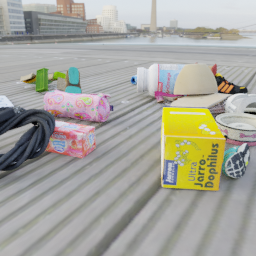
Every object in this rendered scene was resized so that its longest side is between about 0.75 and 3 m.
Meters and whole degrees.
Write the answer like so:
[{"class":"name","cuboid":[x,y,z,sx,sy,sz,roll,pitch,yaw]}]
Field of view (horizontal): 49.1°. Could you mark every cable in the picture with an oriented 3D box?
[{"class":"cable","cuboid":[-2.987,0.393,6.280,2.230,0.694,2.733,26,46,38]}]

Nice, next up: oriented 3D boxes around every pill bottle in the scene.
[{"class":"pill bottle","cuboid":[1.651,-1.995,11.830,2.530,1.376,1.376,1,20,2]}]

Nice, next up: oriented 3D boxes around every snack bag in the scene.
[{"class":"snack bag","cuboid":[-5.479,-0.792,10.323,2.204,0.236,2.078,-12,23,-30]}]

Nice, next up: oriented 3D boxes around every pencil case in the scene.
[{"class":"pencil case","cuboid":[-1.633,-0.733,9.125,2.191,0.958,0.958,6,21,21]}]

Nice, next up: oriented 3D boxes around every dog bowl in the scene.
[{"class":"dog bowl","cuboid":[3.116,0.034,7.693,1.427,0.526,1.427,0,21,0]}]

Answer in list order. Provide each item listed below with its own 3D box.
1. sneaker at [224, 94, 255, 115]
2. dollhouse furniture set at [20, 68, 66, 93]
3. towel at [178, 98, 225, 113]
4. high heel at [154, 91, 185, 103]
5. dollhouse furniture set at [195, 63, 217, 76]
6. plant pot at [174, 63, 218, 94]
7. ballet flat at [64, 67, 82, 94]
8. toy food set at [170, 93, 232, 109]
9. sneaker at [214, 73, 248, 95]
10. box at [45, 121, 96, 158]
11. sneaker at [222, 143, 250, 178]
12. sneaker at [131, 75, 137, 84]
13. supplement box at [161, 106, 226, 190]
[{"class":"sneaker","cuboid":[4.639,-0.553,8.826,2.783,1.044,1.607,-11,26,0]},{"class":"dollhouse furniture set","cuboid":[-4.080,-2.043,13.396,2.020,1.014,1.323,-6,-8,37]},{"class":"towel","cuboid":[3.003,-0.888,10.514,1.684,0.284,1.764,-8,22,-18]},{"class":"high heel","cuboid":[1.663,-1.332,11.278,1.176,0.396,0.564,-12,62,-5]},{"class":"dollhouse furniture set","cuboid":[3.633,-2.534,14.439,1.183,0.894,2.198,15,42,34]},{"class":"plant pot","cuboid":[2.484,-1.810,10.343,1.594,1.070,1.594,-3,8,0]},{"class":"ballet flat","cuboid":[-2.232,-1.497,11.120,0.716,0.764,2.113,4,51,-19]},{"class":"toy food set","cuboid":[2.548,-0.754,9.650,1.918,0.579,1.376,-24,25,-36]},{"class":"sneaker","cuboid":[4.083,-1.851,12.021,2.256,1.015,0.789,0,20,-1]},{"class":"box","cuboid":[-1.514,0.253,6.968,1.287,0.609,0.660,8,22,21]},{"class":"sneaker","cuboid":[2.278,0.726,6.104,0.533,0.519,1.339,-10,7,36]},{"class":"sneaker","cuboid":[0.527,-2.717,14.907,0.877,0.632,1.670,-3,22,-8]},{"class":"supplement box","cuboid":[1.289,0.321,6.072,1.111,1.104,2.028,2,21,6]}]
